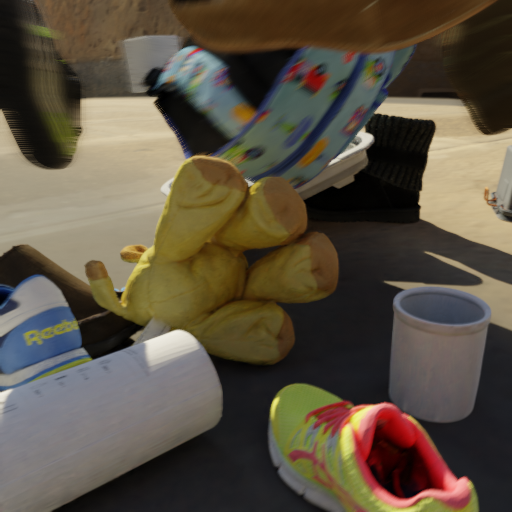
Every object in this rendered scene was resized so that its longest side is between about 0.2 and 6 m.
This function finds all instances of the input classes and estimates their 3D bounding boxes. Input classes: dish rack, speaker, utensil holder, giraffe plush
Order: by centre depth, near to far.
[{"bbox_3d":[-1.481,1.399,4.459,2.441,0.991,0.991,-17,26,-39],"label":"speaker"},{"bbox_3d":[1.777,0.963,5.565,0.908,1.068,0.908,1,20,0],"label":"utensil holder"},{"bbox_3d":[-0.645,0.162,6.967,2.773,2.392,2.248,-38,13,0],"label":"giraffe plush"},{"bbox_3d":[0.206,-1.613,11.787,3.920,0.853,3.364,-27,29,-17],"label":"dish rack"}]

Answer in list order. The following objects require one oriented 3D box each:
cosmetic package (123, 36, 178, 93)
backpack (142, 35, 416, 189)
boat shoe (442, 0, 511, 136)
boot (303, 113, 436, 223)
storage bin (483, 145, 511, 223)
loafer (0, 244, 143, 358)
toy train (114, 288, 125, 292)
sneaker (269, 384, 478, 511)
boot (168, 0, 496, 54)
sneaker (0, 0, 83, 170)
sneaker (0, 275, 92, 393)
[{"bbox_3d":[-1.946,-3.670,10.725,0.590,0.960,0.957,4,21,29],"label":"cosmetic package"},{"bbox_3d":[0.482,-2.829,8.573,2.958,4.015,4.398,29,18,-28],"label":"backpack"},{"bbox_3d":[3.022,-2.829,7.620,1.138,1.075,3.162,-21,-26,15],"label":"boat shoe"},{"bbox_3d":[2.186,-1.897,11.823,2.940,2.198,1.106,2,20,4],"label":"boot"},{"bbox_3d":[5.900,-1.648,12.372,1.505,1.389,2.068,5,20,13],"label":"storage bin"},{"bbox_3d":[-2.869,0.458,6.854,3.179,1.134,1.160,7,21,18],"label":"loafer"},{"bbox_3d":[-1.709,0.631,7.618,0.780,0.338,0.446,-9,30,-28],"label":"toy train"},{"bbox_3d":[0.830,1.459,4.201,0.919,1.062,2.351,-11,21,-25],"label":"sneaker"},{"bbox_3d":[0.681,-2.176,4.421,2.846,1.048,1.074,-6,9,10],"label":"boot"},{"bbox_3d":[-2.770,-2.269,7.062,0.902,2.515,1.041,11,47,7],"label":"sneaker"},{"bbox_3d":[-2.592,0.808,5.495,2.396,0.985,0.886,-14,4,31],"label":"sneaker"}]
